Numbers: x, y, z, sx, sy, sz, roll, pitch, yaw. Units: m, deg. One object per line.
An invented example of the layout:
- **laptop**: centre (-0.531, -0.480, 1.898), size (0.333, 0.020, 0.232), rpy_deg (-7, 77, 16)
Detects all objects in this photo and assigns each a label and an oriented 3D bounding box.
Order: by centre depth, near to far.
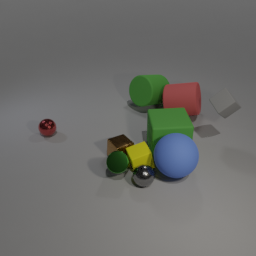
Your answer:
- **ball**: centre (1.505, 0.860, 8.786), size (1.400, 1.400, 1.400), rpy_deg (0, 32, 0)
- **ball**: centre (0.496, 1.487, 8.788), size (0.700, 0.700, 0.700), rpy_deg (0, 32, 0)
- **cylinder**: centre (-0.301, 1.115, 8.990), size (0.700, 0.700, 0.700), rpy_deg (3, -11, 5)
- **cube**: centre (0.415, 1.006, 9.429), size (0.700, 0.700, 0.700), rpy_deg (-20, 34, -6)
- **cube**: centre (-0.273, 0.745, 9.939), size (0.700, 0.700, 0.700), rpy_deg (-17, 36, -31)
- **cube**: centre (3.463, -0.881, 9.989), size (0.700, 0.700, 0.700), rpy_deg (22, 38, -49)
- **cube**: centre (1.466, 0.213, 10.145), size (1.400, 1.400, 1.400), rpy_deg (-3, 32, -2)
- **ball**: centre (-3.227, -0.028, 11.217), size (0.700, 0.700, 0.700), rpy_deg (0, 32, 0)
- **cylinder**: centre (2.368, -1.237, 12.165), size (1.400, 1.400, 1.400), rpy_deg (-1, 29, 23)
- **cylinder**: centre (1.007, -1.754, 12.972), size (1.400, 1.400, 1.400), rpy_deg (27, 27, 36)
